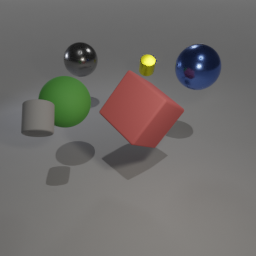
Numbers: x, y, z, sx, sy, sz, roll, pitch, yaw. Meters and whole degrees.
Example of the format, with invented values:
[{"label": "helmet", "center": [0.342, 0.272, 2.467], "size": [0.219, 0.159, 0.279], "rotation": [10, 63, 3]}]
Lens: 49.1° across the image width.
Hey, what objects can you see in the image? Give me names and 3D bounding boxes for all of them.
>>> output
[{"label": "cylinder", "center": [0.860, -2.808, 12.574], "size": [0.700, 0.700, 0.700], "rotation": [1, 61, -3]}, {"label": "cube", "center": [0.390, -0.455, 7.589], "size": [1.400, 1.400, 1.400], "rotation": [44, 15, 27]}, {"label": "ball", "center": [-1.715, -0.709, 7.639], "size": [1.400, 1.400, 1.400], "rotation": [0, 29, 0]}, {"label": "cylinder", "center": [-2.025, -0.207, 6.319], "size": [0.700, 0.700, 0.700], "rotation": [-3, -15, -1]}, {"label": "ball", "center": [2.165, -1.881, 8.696], "size": [1.400, 1.400, 1.400], "rotation": [0, 29, 0]}, {"label": "ball", "center": [-1.959, -2.832, 11.629], "size": [1.400, 1.400, 1.400], "rotation": [0, 29, 0]}]
